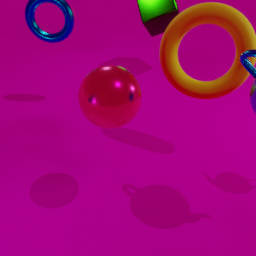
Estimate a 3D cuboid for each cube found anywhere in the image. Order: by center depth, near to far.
[{"bbox_3d":[1.119,-4.212,9.892,1.249,1.249,1.249,-15,80,18],"label":"cube"}]

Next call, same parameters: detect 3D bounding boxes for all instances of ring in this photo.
[{"bbox_3d":[1.704,-1.627,6.148,2.067,2.067,0.413,14,28,16],"label":"ring"},{"bbox_3d":[-2.174,-3.042,7.784,1.362,1.362,0.272,0,35,0],"label":"ring"}]

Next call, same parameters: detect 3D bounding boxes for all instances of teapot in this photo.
[{"bbox_3d":[2.440,-0.436,4.188,1.987,0.973,1.235,46,73,-1],"label":"teapot"}]

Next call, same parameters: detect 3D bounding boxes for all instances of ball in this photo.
[{"bbox_3d":[-0.300,-0.515,4.690,1.058,1.058,1.058,0,40,0],"label":"ball"}]
